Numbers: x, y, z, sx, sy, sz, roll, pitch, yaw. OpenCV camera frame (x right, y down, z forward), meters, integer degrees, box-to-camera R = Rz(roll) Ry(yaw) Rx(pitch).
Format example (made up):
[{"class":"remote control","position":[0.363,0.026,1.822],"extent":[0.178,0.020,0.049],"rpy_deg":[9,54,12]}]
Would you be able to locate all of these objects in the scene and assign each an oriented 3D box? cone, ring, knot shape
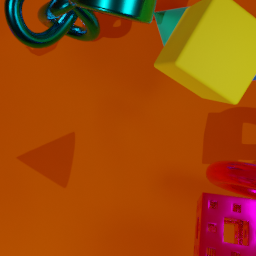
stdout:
[{"class":"cone","position":[0.991,-2.042,5.693],"extent":[1.543,1.549,1.543],"rpy_deg":[-6,81,41]},{"class":"ring","position":[2.567,1.100,5.423],"extent":[2.089,2.089,0.418],"rpy_deg":[17,78,1]},{"class":"knot shape","position":[-1.195,-2.379,5.465],"extent":[1.875,2.004,0.926],"rpy_deg":[-31,78,34]}]

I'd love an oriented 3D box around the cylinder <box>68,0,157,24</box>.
[{"class":"cylinder","position":[-0.131,-2.392,4.200],"extent":[1.328,1.328,1.328],"rpy_deg":[14,110,1]}]

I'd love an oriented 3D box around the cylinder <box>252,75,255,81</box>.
[{"class":"cylinder","position":[2.945,-1.502,6.443],"extent":[0.784,0.784,0.784],"rpy_deg":[-6,87,27]}]

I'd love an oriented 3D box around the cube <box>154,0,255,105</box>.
[{"class":"cube","position":[1.393,-1.279,4.759],"extent":[1.235,1.235,1.235],"rpy_deg":[30,95,-14]}]

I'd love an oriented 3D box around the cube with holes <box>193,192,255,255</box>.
[{"class":"cube with holes","position":[1.580,1.630,4.363],"extent":[0.970,0.970,0.970],"rpy_deg":[5,69,11]}]
